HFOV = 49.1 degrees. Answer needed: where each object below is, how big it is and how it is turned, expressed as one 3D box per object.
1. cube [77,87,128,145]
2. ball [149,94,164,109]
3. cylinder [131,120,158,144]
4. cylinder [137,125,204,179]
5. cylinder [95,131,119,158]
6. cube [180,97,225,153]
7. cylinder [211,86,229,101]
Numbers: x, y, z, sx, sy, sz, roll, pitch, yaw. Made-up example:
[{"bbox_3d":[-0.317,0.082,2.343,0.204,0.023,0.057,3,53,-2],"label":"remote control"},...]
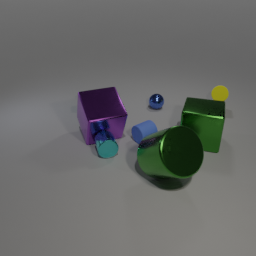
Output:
[{"bbox_3d":[-0.981,-0.445,10.120,1.400,1.400,1.400,-11,57,-20],"label":"cube"},{"bbox_3d":[1.290,-1.207,12.685,0.700,0.700,0.700,0,29,0],"label":"ball"},{"bbox_3d":[0.601,0.141,10.206,0.700,0.700,0.700,-22,36,-30],"label":"cylinder"},{"bbox_3d":[1.166,0.729,7.951,1.400,1.400,1.400,-15,-3,-25],"label":"cylinder"},{"bbox_3d":[-0.735,0.549,9.500,0.700,0.700,0.700,-8,30,-14],"label":"cylinder"},{"bbox_3d":[2.647,-0.145,10.024,1.400,1.400,1.400,9,30,15],"label":"cube"},{"bbox_3d":[3.988,-1.486,12.133,0.700,0.700,0.700,10,11,18],"label":"cylinder"}]
